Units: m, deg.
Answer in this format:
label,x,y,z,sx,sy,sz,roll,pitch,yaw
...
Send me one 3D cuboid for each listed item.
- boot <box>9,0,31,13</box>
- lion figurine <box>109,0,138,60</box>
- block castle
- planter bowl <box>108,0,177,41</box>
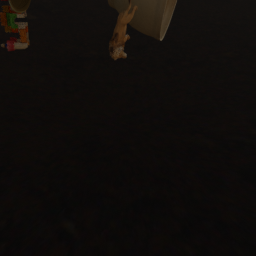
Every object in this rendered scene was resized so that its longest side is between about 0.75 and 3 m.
label,x,y,z,sx,sy,sz,roll,pitch,yaw
boot,-2.976,-3.541,7.089,0.591,1.639,1.268,-9,0,-39
lion figurine,-0.122,-1.872,5.323,0.389,1.074,0.658,15,36,9
block castle,-3.563,-3.319,8.614,0.810,1.726,1.153,-5,25,-14
planter bowl,0.475,-3.956,7.747,1.744,2.592,2.592,19,45,7
